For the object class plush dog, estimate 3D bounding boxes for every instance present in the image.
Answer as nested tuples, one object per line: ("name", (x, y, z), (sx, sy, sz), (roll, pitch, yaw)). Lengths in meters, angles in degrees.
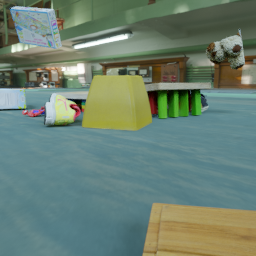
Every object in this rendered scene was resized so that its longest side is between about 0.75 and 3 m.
("plush dog", (3.334, -2.733, 9.752), (1.220, 1.139, 1.420), (-7, -24, 25))

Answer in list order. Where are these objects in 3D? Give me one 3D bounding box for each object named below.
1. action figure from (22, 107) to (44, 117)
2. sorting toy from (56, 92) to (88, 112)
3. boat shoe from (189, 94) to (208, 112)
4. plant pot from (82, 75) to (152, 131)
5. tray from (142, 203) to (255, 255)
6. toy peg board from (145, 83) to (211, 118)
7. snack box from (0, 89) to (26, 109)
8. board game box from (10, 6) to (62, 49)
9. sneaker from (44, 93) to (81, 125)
("action figure", (-3.259, -0.632, 10.836), (1.579, 0.408, 0.517), (-8, 15, -29))
("sorting toy", (-1.558, -1.178, 12.565), (2.362, 0.822, 2.347), (5, 11, 27))
("boat shoe", (3.227, -1.229, 12.993), (0.961, 0.802, 2.575), (1, 8, 18))
("plant pot", (-0.281, -0.847, 8.620), (1.731, 1.527, 1.731), (4, 10, 20))
("tray", (1.222, 0.921, 1.691), (2.249, 0.416, 1.109), (2, 10, 9))
("toy peg board", (1.483, -1.083, 11.169), (2.561, 1.253, 2.550), (-5, 6, -32))
("snack box", (-6.432, -1.397, 13.389), (2.850, 0.965, 2.404), (-5, 10, -22))
("board game box", (-3.343, -3.652, 10.159), (1.911, 1.285, 0.327), (17, 41, 27))
("sneaker", (-2.068, -0.544, 9.108), (1.048, 0.907, 2.320), (2, 18, -9))
